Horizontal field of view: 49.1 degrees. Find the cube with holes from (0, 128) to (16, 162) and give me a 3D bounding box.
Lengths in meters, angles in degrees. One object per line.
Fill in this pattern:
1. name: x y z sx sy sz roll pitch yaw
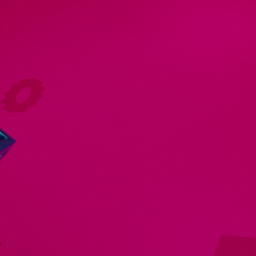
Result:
1. cube with holes: -2.548 0.383 3.822 1.138 1.138 1.138 41 14 -6
